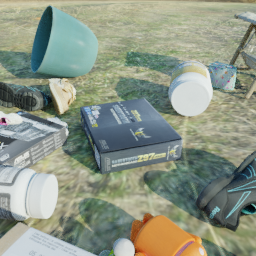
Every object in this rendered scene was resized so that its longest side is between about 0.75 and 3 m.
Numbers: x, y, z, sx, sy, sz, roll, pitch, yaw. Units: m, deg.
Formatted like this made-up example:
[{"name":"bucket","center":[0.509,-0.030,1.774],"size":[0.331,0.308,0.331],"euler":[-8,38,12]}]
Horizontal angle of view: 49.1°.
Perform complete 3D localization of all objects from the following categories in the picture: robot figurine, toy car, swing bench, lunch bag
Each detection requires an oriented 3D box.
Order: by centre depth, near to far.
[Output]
[{"name":"toy car","center":[-0.133,2.162,4.212],"size":[0.637,0.743,0.850],"euler":[37,32,-5]},{"name":"robot figurine","center":[0.650,1.923,4.391],"size":[1.378,0.991,0.804],"euler":[30,86,40]},{"name":"swing bench","center":[5.209,-2.907,10.888],"size":[1.803,2.779,2.764],"euler":[1,30,1]},{"name":"lunch bag","center":[3.821,-2.087,11.286],"size":[1.117,0.951,0.681],"euler":[25,38,37]}]

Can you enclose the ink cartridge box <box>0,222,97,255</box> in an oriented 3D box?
[{"name":"ink cartridge box","center":[-0.683,2.129,3.286],"size":[1.846,1.520,0.693],"euler":[14,32,22]}]

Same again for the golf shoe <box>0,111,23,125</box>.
[{"name":"golf shoe","center":[-2.895,-0.180,6.758],"size":[0.375,0.308,0.819],"euler":[43,19,33]}]

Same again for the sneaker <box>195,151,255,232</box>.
[{"name":"sneaker","center":[2.432,1.251,5.733],"size":[2.302,0.868,0.912],"euler":[-27,50,-26]}]

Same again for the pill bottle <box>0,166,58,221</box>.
[{"name":"pill bottle","center":[-2.317,1.243,5.389],"size":[1.728,0.983,0.983],"euler":[4,30,6]}]

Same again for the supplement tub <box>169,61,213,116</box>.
[{"name":"supplement tub","center":[2.118,-1.369,9.555],"size":[1.409,1.409,1.949],"euler":[5,30,9]}]

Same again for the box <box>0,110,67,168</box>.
[{"name":"box","center":[-3.030,0.409,7.260],"size":[1.805,0.570,2.289],"euler":[18,34,27]}]

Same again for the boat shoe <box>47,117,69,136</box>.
[{"name":"boat shoe","center":[-2.010,-0.037,8.299],"size":[0.404,0.425,1.181],"euler":[-22,27,-33]}]

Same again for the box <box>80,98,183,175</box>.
[{"name":"box","center":[-0.047,0.069,7.749],"size":[2.123,0.687,2.693],"euler":[-8,31,-16]}]

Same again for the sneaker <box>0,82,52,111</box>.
[{"name":"sneaker","center":[-3.752,-1.098,9.905],"size":[2.258,0.851,0.895],"euler":[19,20,19]}]

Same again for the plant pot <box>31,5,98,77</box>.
[{"name":"plant pot","center":[-2.643,-3.429,12.033],"size":[2.233,2.783,2.783],"euler":[12,21,-32]}]

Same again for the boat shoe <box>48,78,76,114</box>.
[{"name":"boat shoe","center":[-2.275,-1.255,9.857],"size":[0.864,0.921,2.499],"euler":[-14,31,-13]}]
